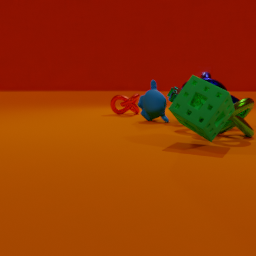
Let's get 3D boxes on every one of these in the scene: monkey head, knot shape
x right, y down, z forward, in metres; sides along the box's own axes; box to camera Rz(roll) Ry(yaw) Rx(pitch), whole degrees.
[{"bbox_3d":[0.935,-0.768,9.325,0.917,1.521,1.094,-27,-17,36],"label":"monkey head"},{"bbox_3d":[-0.122,-0.981,11.644,1.221,0.603,1.305,-3,-26,-1],"label":"knot shape"},{"bbox_3d":[2.398,-0.740,7.628,1.743,0.861,1.863,47,19,15],"label":"knot shape"},{"bbox_3d":[2.128,-0.231,6.276,1.290,0.637,1.378,3,-23,29],"label":"knot shape"}]

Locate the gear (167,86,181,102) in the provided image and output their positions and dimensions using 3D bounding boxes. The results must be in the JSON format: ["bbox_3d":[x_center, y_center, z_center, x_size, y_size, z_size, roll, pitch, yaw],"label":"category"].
[{"bbox_3d":[2.049,-0.746,8.906,1.660,0.307,1.660,24,25,-12],"label":"gear"}]

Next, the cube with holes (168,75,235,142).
[{"bbox_3d":[1.412,-0.354,5.328,0.790,0.790,0.790,36,-1,33],"label":"cube with holes"}]
